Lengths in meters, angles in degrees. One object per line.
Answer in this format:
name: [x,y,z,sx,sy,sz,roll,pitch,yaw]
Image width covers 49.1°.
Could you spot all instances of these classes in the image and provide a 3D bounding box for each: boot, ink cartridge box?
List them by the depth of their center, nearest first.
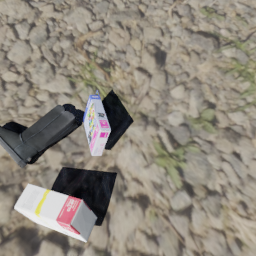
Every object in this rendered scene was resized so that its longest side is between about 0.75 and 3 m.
ink cartridge box: [-1.605,1.909,6.348,1.500,1.089,0.626,10,56,22]
ink cartridge box: [-0.882,-0.173,7.440,0.339,0.965,1.617,3,43,-23]
boot: [-2.612,-0.050,7.796,1.591,0.634,1.931,42,72,17]
